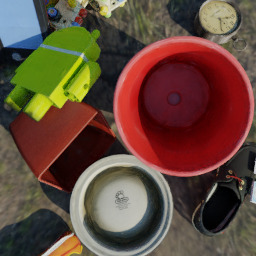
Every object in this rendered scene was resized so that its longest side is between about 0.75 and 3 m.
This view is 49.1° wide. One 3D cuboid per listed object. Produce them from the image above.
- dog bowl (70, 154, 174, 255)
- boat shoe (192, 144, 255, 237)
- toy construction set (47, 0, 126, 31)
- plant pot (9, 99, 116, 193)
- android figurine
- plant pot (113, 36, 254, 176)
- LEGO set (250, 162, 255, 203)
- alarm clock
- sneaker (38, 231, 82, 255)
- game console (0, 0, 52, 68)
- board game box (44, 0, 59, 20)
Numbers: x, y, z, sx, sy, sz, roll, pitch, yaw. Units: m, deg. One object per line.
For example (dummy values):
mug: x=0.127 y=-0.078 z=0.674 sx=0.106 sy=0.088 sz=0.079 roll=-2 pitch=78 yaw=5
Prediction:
dog bowl: x=-0.151 y=2.022 z=7.323 sx=2.579 sy=0.951 sz=2.579 roll=0 pitch=76 yaw=1
boat shoe: x=2.742 y=1.615 z=7.483 sx=1.033 sy=0.885 sz=2.823 roll=35 pitch=77 yaw=9
toy construction set: x=-1.430 y=-3.547 z=8.668 sx=1.795 sy=1.261 sz=2.738 roll=28 pitch=66 yaw=7
plant pot: x=-1.787 y=0.198 z=7.351 sx=1.803 sy=2.044 sz=2.046 roll=37 pitch=79 yaw=20
android figurine: x=-1.797 y=-1.506 z=7.046 sx=2.604 sy=0.587 sz=2.861 roll=20 pitch=68 yaw=36
plant pot: x=1.206 y=-0.629 z=6.810 sx=2.880 sy=2.548 sz=2.880 roll=1 pitch=103 yaw=6
LEGO set: x=3.949 y=1.295 z=7.565 sx=1.268 sy=0.416 sz=1.697 roll=22 pitch=74 yaw=-24
alarm clock: x=2.933 y=-3.180 z=8.786 sx=1.381 sy=0.682 sz=2.047 roll=-36 pitch=77 yaw=-9
sneaker: x=-2.071 y=3.519 z=7.074 sx=2.028 sy=0.740 sz=0.782 roll=-36 pitch=88 yaw=-5
game console: x=-3.469 y=-2.408 z=7.210 sx=2.538 sy=2.945 sz=1.748 roll=5 pitch=53 yaw=2
board game box: x=-3.141 y=-5.458 z=8.254 sx=2.800 sy=2.799 sz=2.802 roll=34 pitch=78 yaw=8
